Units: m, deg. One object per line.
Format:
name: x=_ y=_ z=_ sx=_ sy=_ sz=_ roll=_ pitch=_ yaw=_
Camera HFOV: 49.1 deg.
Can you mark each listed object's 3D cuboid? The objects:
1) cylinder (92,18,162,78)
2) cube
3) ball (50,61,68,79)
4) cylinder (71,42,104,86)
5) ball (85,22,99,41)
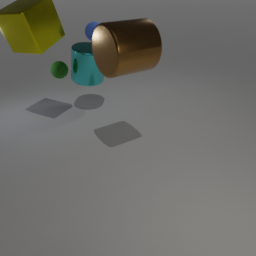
cylinder: x=-0.047 y=-2.158 z=7.547 sx=1.400 sy=1.400 sz=1.400 roll=-19 pitch=34 yaw=-29
cube: x=-3.258 y=-3.464 z=9.425 sx=1.400 sy=1.400 sz=1.400 roll=11 pitch=48 yaw=29
ball: x=-2.753 y=-2.333 z=11.242 sx=0.700 sy=0.700 sz=0.700 roll=0 pitch=29 yaw=0
cylinder: x=-1.658 y=-2.670 z=11.672 sx=1.400 sy=1.400 sz=1.400 roll=6 pitch=35 yaw=-4
ball: x=-1.244 y=-3.570 z=10.378 sx=0.700 sy=0.700 sz=0.700 roll=0 pitch=29 yaw=0
